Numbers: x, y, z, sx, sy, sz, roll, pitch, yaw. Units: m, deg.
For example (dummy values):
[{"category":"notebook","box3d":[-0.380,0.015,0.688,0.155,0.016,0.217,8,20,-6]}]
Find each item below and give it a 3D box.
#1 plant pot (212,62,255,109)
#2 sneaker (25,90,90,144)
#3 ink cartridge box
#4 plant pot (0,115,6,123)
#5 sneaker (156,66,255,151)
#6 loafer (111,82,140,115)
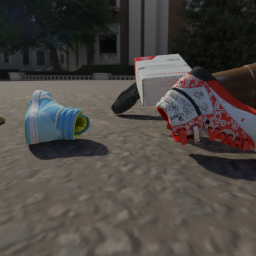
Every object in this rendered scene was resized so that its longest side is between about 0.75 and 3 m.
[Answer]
[{"category":"plant pot","box3d":[3.795,-1.225,10.226,2.138,2.160,2.160,-7,11,5]},{"category":"sneaker","box3d":[-1.899,-0.346,7.808,1.604,0.977,2.456,-1,31,-11]},{"category":"ink cartridge box","box3d":[1.167,-1.674,9.464,1.676,0.972,2.322,-5,29,-2]},{"category":"plant pot","box3d":[-5.264,-0.345,9.680,1.880,0.258,1.880,1,9,0]},{"category":"sneaker","box3d":[1.919,0.051,6.076,2.925,1.568,0.977,48,-5,25]},{"category":"loafer","box3d":[0.083,-1.378,11.780,2.156,0.775,0.678,-38,57,-17]}]
